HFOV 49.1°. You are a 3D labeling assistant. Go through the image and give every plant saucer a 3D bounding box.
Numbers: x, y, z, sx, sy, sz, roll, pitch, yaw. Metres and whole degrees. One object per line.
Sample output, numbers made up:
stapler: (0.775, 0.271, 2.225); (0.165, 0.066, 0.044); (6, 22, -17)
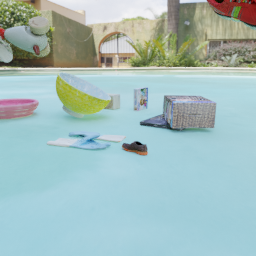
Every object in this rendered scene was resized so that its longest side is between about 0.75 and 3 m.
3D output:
plant saucer: (-4.989, -0.817, 11.772); (2.398, 0.608, 2.398); (-1, 13, 0)

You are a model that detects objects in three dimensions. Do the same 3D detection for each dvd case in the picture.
dvd case: (1.667, -0.281, 10.448); (1.598, 0.172, 2.150); (9, 15, 32)

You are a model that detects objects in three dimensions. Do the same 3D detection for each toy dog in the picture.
toy dog: (-3.835, -2.855, 9.404); (2.642, 1.742, 1.272); (-13, 51, 8)

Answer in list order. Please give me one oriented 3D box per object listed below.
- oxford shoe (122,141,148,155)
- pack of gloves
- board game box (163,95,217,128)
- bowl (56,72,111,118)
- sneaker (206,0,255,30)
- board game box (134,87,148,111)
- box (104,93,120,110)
oxford shoe: (0.173, 0.449, 7.090); (0.831, 0.302, 0.296); (11, 18, 40)
pack of gloves: (-1.139, 0.214, 8.000); (1.786, 0.352, 1.500); (5, 15, 19)
board game box: (2.033, -0.597, 9.620); (1.391, 0.845, 1.744); (0, 14, -4)
bowl: (-1.968, -1.154, 11.200); (2.303, 1.239, 2.303); (27, 15, -8)
sneaker: (3.054, -3.365, 7.457); (1.159, 1.051, 2.728); (20, 11, -35)
board game box: (0.612, -1.367, 13.186); (0.212, 1.030, 1.027); (8, 17, 32)
box: (-1.154, -1.331, 13.712); (1.533, 0.728, 0.596); (7, 16, 32)
